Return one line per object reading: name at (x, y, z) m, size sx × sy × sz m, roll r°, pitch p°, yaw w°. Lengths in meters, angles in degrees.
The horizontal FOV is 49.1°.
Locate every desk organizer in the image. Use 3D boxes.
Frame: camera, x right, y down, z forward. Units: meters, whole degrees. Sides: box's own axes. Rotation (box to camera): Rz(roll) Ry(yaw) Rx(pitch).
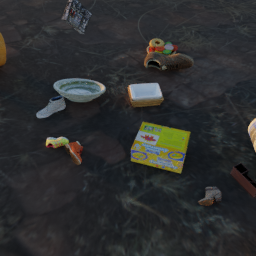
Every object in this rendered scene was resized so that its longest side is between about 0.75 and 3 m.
desk organizer at (3.776, 1.640, 8.888) m, size 0.377 × 0.405 × 1.052 m, roll -20°, pitch 48°, yaw -20°

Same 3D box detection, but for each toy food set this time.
toy food set at (1.816, -4.226, 14.956) m, size 1.585 × 0.389 × 1.601 m, roll 15°, pitch 46°, yaw 15°

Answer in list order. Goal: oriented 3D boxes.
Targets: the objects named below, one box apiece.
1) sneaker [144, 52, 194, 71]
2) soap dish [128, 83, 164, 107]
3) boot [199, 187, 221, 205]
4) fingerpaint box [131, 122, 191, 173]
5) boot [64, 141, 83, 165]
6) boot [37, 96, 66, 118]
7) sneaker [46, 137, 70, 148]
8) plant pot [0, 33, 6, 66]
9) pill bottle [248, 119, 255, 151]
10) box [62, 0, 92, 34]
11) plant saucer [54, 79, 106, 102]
sneaker at (1.948, -3.076, 13.619) m, size 2.363 × 0.832 × 0.893 m, roll 11°, pitch 58°, yaw 21°
soap dish at (0.729, -1.393, 11.911) m, size 1.378 × 0.560 × 1.084 m, roll -5°, pitch 44°, yaw -5°
boot at (2.487, 2.063, 8.593) m, size 0.764 × 0.269 × 0.559 m, roll -2°, pitch 38°, yaw -4°
fingerpaint box at (1.145, 0.647, 9.735) m, size 1.764 × 0.647 × 1.472 m, roll 12°, pitch 45°, yaw 13°
boot at (-1.768, 0.834, 9.762) m, size 0.554 × 0.387 × 1.033 m, roll -19°, pitch 46°, yaw -26°
boot at (-3.157, -0.901, 11.366) m, size 1.267 × 0.606 × 0.466 m, roll -30°, pitch 52°, yaw -27°
sneaker at (-2.530, 0.570, 10.072) m, size 0.889 × 0.348 × 0.402 m, roll -3°, pitch 45°, yaw 12°
plant pot at (-7.161, -3.684, 13.133) m, size 2.337 × 2.553 × 2.553 m, roll -14°, pitch 43°, yaw -37°
pill bottle at (4.915, 0.751, 9.101) m, size 1.368 × 1.368 × 2.405 m, roll 1°, pitch 44°, yaw 1°
box at (-1.881, -4.158, 10.438) m, size 0.271 × 1.089 × 0.858 m, roll 21°, pitch 91°, yaw 31°
plant saucer at (-2.038, -1.541, 11.837) m, size 2.155 × 0.541 × 2.155 m, roll 6°, pitch 26°, yaw -3°
